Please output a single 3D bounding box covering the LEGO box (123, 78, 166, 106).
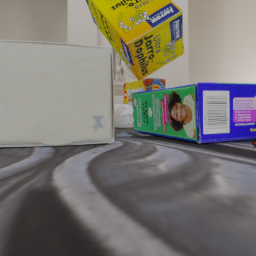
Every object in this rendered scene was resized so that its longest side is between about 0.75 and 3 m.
[{"bbox_3d":[0.794,-1.439,14.988,1.113,2.148,2.884,-1,4,-24],"label":"LEGO box"}]

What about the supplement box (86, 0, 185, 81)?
[{"bbox_3d":[0.088,-3.038,7.731,1.579,2.883,1.569,-32,-28,-3],"label":"supplement box"}]

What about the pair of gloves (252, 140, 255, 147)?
[{"bbox_3d":[2.745,0.219,4.306,1.358,0.168,1.210,-1,4,42],"label":"pair of gloves"}]

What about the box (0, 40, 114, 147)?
[{"bbox_3d":[-1.555,-0.607,5.674,1.892,1.613,2.960,-1,4,-19],"label":"box"}]

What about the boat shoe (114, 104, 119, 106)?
[{"bbox_3d":[-0.626,-0.790,14.925,0.793,0.920,2.557,-4,7,-25],"label":"boat shoe"}]

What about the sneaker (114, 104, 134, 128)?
[{"bbox_3d":[0.274,-0.352,8.997,2.122,0.790,0.924,-1,9,-9],"label":"sneaker"}]

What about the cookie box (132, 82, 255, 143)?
[{"bbox_3d":[1.738,-0.388,6.371,2.473,1.086,2.891,-3,4,-22],"label":"cookie box"}]
